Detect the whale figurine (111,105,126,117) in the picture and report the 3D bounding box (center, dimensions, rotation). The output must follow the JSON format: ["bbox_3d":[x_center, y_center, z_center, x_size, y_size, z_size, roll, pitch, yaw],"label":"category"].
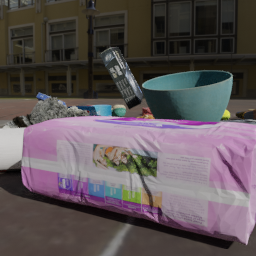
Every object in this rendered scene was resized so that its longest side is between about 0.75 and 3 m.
[{"bbox_3d":[-0.684,-0.856,15.992,1.259,0.653,1.002,-23,-20,37],"label":"whale figurine"}]

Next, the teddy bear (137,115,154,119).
[{"bbox_3d":[0.690,-0.379,12.537,0.988,0.455,1.363,-2,7,0],"label":"teddy bear"}]

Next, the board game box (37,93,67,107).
[{"bbox_3d":[-2.729,-0.801,10.339,1.046,0.227,1.040,21,-20,9],"label":"board game box"}]

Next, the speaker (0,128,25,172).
[{"bbox_3d":[-1.997,0.391,5.353,2.036,0.827,0.827,-2,8,-17],"label":"speaker"}]

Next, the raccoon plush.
[{"bbox_3d":[-2.388,0.058,8.842,1.697,1.225,2.533,21,47,30],"label":"raccoon plush"}]

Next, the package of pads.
[{"bbox_3d":[0.234,0.437,3.868,2.965,1.122,1.786,4,9,27],"label":"package of pads"}]

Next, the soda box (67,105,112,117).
[{"bbox_3d":[-1.885,-0.737,13.963,2.248,0.763,0.721,-8,11,-44],"label":"soda box"}]

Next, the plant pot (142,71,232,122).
[{"bbox_3d":[1.858,-0.646,8.666,2.628,1.770,2.628,-8,19,3],"label":"plant pot"}]

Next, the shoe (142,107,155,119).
[{"bbox_3d":[1.346,-0.622,13.268,1.583,0.720,0.565,5,8,31],"label":"shoe"}]

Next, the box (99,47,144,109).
[{"bbox_3d":[-0.182,-1.995,10.941,0.500,2.298,1.841,-26,10,13],"label":"box"}]

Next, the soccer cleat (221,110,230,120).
[{"bbox_3d":[4.263,-0.940,13.889,0.916,1.185,2.834,0,8,0],"label":"soccer cleat"}]

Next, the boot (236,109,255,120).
[{"bbox_3d":[6.503,-0.748,14.435,1.821,0.680,0.882,-4,11,-15],"label":"boot"}]

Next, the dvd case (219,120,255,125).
[{"bbox_3d":[4.364,-0.097,11.001,2.402,0.297,1.806,-1,7,-14],"label":"dvd case"}]
